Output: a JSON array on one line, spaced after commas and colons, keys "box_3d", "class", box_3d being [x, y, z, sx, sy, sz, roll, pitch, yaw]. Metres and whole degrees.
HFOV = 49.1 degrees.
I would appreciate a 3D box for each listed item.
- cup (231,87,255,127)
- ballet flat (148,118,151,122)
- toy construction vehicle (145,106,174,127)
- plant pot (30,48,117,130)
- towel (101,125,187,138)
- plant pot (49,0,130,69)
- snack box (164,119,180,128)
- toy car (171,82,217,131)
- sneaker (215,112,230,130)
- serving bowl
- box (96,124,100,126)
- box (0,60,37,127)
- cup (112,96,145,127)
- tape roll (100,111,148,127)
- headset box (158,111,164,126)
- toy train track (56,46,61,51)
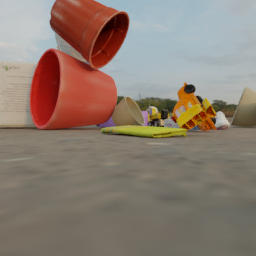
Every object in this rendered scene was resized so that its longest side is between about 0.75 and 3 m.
[{"box_3d": [5.519, -0.776, 12.425, 1.301, 1.819, 1.819, 20, 8, 17], "class": "cup"}, {"box_3d": [0.176, -0.545, 16.550, 2.553, 0.805, 0.876, 0, -3, 5], "class": "ballet flat"}, {"box_3d": [2.060, -0.522, 12.832, 2.355, 0.953, 2.705, 0, 2, -18], "class": "toy construction vehicle"}, {"box_3d": [-1.778, -1.141, 9.503, 2.283, 2.580, 2.580, 7, -3, -38], "class": "plant pot"}, {"box_3d": [0.235, 0.084, 5.631, 0.822, 0.173, 1.911, -7, 6, -32], "class": "towel"}, {"box_3d": [-1.270, -3.151, 8.705, 1.878, 1.931, 1.931, 36, 10, 12], "class": "plant pot"}, {"box_3d": [2.015, -0.132, 9.688, 0.915, 0.341, 1.287, -1, 2, -43], "class": "snack box"}, {"box_3d": [1.330, -0.500, 6.644, 0.992, 1.463, 2.982, -34, -15, 15], "class": "toy car"}, {"box_3d": [3.021, -0.246, 9.259, 0.453, 0.602, 1.210, 1, 3, 2], "class": "sneaker"}, {"box_3d": [-1.891, -3.662, 12.316, 2.818, 0.927, 2.818, 7, -27, 4], "class": "serving bowl"}, {"box_3d": [-0.818, -0.191, 14.386, 1.447, 0.235, 0.877, 2, 2, 29], "class": "box"}, {"box_3d": [-3.825, -1.240, 11.497, 2.842, 2.434, 2.828, 1, 1, -16], "class": "box"}, {"box_3d": [-0.070, -0.399, 9.440, 0.796, 1.112, 1.112, -30, -9, 19], "class": "cup"}, {"box_3d": [-0.194, -0.385, 12.581, 2.164, 0.710, 2.164, 0, 2, 0], "class": "tape roll"}, {"box_3d": [1.604, -0.455, 14.231, 0.400, 0.750, 0.862, 1, 2, 23], "class": "headset box"}, {"box_3d": [-2.938, -3.433, 14.195, 0.340, 2.091, 1.200, -40, -16, 9], "class": "toy train track"}]
